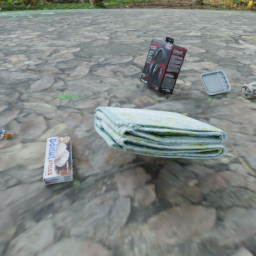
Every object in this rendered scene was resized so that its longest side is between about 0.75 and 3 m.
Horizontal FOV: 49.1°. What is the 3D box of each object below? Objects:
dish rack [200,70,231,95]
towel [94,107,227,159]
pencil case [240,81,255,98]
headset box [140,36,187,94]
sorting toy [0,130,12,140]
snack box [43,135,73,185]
[{"bbox_3d":[3.572,-1.844,11.542,1.155,0.251,0.991,-13,75,-16],"label":"dish rack"},{"bbox_3d":[0.579,0.036,6.799,2.516,0.708,2.940,5,11,-16],"label":"towel"},{"bbox_3d":[5.099,-1.610,11.050,1.408,0.630,0.548,-20,75,-23],"label":"pencil case"},{"bbox_3d":[1.439,-2.659,11.500,0.784,2.089,1.553,4,23,-32],"label":"headset box"},{"bbox_3d":[-4.026,0.178,8.315,1.113,0.188,0.537,-6,29,-11],"label":"sorting toy"},{"bbox_3d":[-1.768,0.757,7.170,0.653,0.221,1.816,-8,30,-8],"label":"snack box"}]
